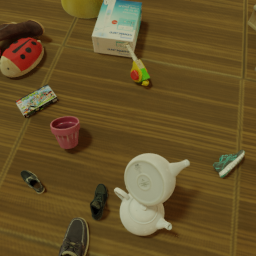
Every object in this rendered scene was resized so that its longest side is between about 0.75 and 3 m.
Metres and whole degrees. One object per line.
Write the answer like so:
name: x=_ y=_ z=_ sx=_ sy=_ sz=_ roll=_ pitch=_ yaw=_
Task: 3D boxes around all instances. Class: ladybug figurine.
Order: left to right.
ladybug figurine: x=-4.878 y=-3.341 z=12.802 sx=1.591 sy=0.843 sz=2.344 roll=29 pitch=66 yaw=15

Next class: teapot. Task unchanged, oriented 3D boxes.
teapot: x=0.454 y=2.742 z=9.405 sx=1.660 sy=1.213 sz=1.639 roll=-8 pitch=62 yaw=-3
teapot: x=0.809 y=1.565 z=8.967 sx=1.756 sy=1.733 sz=1.282 roll=25 pitch=22 yaw=28

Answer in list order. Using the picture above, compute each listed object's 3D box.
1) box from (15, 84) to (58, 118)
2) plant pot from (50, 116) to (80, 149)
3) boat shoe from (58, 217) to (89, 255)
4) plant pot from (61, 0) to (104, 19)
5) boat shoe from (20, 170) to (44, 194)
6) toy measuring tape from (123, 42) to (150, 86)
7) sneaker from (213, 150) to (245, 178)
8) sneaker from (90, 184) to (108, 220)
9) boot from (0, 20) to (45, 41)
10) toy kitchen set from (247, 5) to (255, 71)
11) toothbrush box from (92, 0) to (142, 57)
box: x=-3.909 y=-1.162 z=11.992 sx=1.560 sy=0.271 sz=0.859 roll=-34 pitch=67 yaw=-16
plant pot: x=-2.340 y=0.212 z=10.742 sx=1.093 sy=0.978 sz=1.093 roll=-4 pitch=29 yaw=2
boat shoe: x=-1.801 y=4.026 z=8.985 sx=0.835 sy=0.752 sz=2.321 roll=9 pitch=63 yaw=5
plant pot: x=-2.183 y=-7.356 z=14.276 sx=2.819 sy=2.001 sz=2.819 roll=0 pitch=63 yaw=1
boat shoe: x=-3.541 y=1.922 z=10.310 sx=1.162 sy=0.393 sz=0.417 roll=38 pitch=70 yaw=19
toy measuring tape: x=0.278 y=-2.734 z=12.403 sx=0.773 sy=0.773 sz=2.102 roll=-29 pitch=84 yaw=-14
sneaker: x=3.816 y=1.204 z=10.618 sx=1.435 sy=0.557 sz=0.655 roll=-36 pitch=64 yaw=-19
sneaker: x=-1.011 y=2.513 z=9.810 sx=0.490 sy=0.734 sz=1.281 roll=10 pitch=60 yaw=3
boot: x=-5.307 y=-4.400 z=13.141 sx=2.294 sy=0.830 sz=1.908 roll=11 pitch=41 yaw=21
toy kitchen set: x=6.379 y=-4.516 z=12.576 sx=2.600 sy=2.352 sz=2.882 roll=-32 pitch=67 yaw=-16
toothbrush box: x=-0.474 y=-4.828 z=13.446 sx=1.921 sy=1.119 sz=2.623 roll=10 pitch=64 yaw=6
